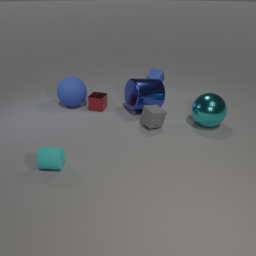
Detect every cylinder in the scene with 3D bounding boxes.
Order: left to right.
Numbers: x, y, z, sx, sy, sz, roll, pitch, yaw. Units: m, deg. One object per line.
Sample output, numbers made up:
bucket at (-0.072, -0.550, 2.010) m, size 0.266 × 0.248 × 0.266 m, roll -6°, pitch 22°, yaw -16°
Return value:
cylinder at (-2.449, 0.965, 8.935) m, size 0.700 × 0.700 × 0.700 m, roll 3°, pitch 28°, yaw 2°
cylinder at (0.743, -1.529, 12.704) m, size 1.400 × 1.400 × 1.400 m, roll -4°, pitch 27°, yaw -26°

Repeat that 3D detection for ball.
ball at (-2.644, -1.719, 13.233) m, size 1.400 × 1.400 × 1.400 m, roll 0°, pitch 28°, yaw 0°
ball at (3.298, -0.729, 11.395) m, size 1.400 × 1.400 × 1.400 m, roll 0°, pitch 28°, yaw 0°

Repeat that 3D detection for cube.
cube at (-1.404, -1.228, 13.089) m, size 0.700 × 0.700 × 0.700 m, roll 8°, pitch 29°, yaw 14°
cube at (1.021, -0.473, 11.385) m, size 0.700 × 0.700 × 0.700 m, roll -6°, pitch 33°, yaw -33°
cube at (1.532, -2.780, 15.486) m, size 0.700 × 0.700 × 0.700 m, roll 25°, pitch 72°, yaw 24°
